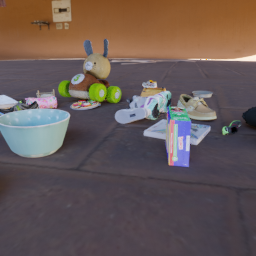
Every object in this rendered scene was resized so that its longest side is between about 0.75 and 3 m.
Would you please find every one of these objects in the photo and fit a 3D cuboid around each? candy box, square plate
[{"bbox_3d":[1.269,0.172,7.223,0.537,1.178,1.393,1,17,3],"label":"candy box"},{"bbox_3d":[-6.423,-1.079,12.652,2.272,0.326,2.294,-14,22,-36],"label":"square plate"}]

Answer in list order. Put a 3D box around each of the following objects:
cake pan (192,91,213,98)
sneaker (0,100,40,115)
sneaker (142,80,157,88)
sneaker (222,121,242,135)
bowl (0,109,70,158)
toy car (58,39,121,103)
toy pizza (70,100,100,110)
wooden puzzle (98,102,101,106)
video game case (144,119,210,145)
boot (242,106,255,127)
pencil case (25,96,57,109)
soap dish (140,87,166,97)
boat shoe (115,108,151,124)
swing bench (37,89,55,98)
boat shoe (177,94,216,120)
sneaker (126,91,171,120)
[{"bbox_3d":[4.063,-1.848,15.306,1.090,0.200,1.090,0,17,0],"label":"cake pan"},{"bbox_3d":[-4.354,-0.794,11.173,1.592,0.660,0.564,-12,20,-31],"label":"sneaker"},{"bbox_3d":[1.394,-2.773,17.703,0.508,0.536,1.304,-12,20,-35],"label":"sneaker"},{"bbox_3d":[3.448,0.029,9.094,0.930,0.357,0.390,-26,25,-34],"label":"sneaker"},{"bbox_3d":[-2.501,0.149,7.619,1.887,0.987,1.887,0,18,0],"label":"bowl"},{"bbox_3d":[-1.683,-2.787,13.360,2.391,2.911,2.296,11,7,33],"label":"toy car"},{"bbox_3d":[-1.957,-1.097,12.703,1.321,0.209,1.321,-4,20,2],"label":"toy pizza"},{"bbox_3d":[-1.639,-1.124,13.184,0.642,0.111,0.951,-10,20,-16],"label":"wooden puzzle"},{"bbox_3d":[1.629,0.087,9.139,1.743,0.192,1.589,10,20,28],"label":"video game case"},{"bbox_3d":[4.491,-0.143,8.612,2.599,0.962,2.130,-1,18,-28],"label":"boot"},{"bbox_3d":[-3.815,-1.098,12.331,1.324,0.579,0.579,-7,19,-23],"label":"pencil case"},{"bbox_3d":[1.247,-1.540,13.527,1.313,0.678,1.669,2,17,8],"label":"soap dish"},{"bbox_3d":[0.189,-0.488,10.133,1.471,0.521,0.513,-11,0,40],"label":"boat shoe"},{"bbox_3d":[-3.805,-1.367,13.053,0.750,0.754,0.489,-7,-6,-25],"label":"swing bench"},{"bbox_3d":[2.667,-0.861,11.208,0.851,0.764,2.300,-7,19,-22],"label":"boat shoe"},{"bbox_3d":[0.748,-1.065,11.599,1.661,0.923,2.374,10,19,27],"label":"sneaker"}]
